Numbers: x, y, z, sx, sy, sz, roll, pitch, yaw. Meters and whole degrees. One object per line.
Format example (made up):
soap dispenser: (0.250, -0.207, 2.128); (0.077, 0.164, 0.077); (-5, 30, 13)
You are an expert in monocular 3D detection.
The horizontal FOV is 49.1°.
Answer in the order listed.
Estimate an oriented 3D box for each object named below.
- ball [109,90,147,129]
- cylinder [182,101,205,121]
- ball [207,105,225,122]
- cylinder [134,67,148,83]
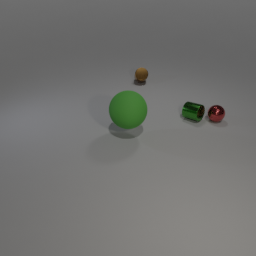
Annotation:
ball: (0.005, -0.659, 10.165); (1.400, 1.400, 1.400); (0, 30, 0)
cylinder: (2.717, -0.694, 11.634); (0.700, 0.700, 0.700); (20, 35, 38)
ball: (3.632, -0.601, 11.517); (0.700, 0.700, 0.700); (0, 30, 0)
cylinder: (0.711, -2.835, 15.092); (0.700, 0.700, 0.700); (-1, -2, -2)
